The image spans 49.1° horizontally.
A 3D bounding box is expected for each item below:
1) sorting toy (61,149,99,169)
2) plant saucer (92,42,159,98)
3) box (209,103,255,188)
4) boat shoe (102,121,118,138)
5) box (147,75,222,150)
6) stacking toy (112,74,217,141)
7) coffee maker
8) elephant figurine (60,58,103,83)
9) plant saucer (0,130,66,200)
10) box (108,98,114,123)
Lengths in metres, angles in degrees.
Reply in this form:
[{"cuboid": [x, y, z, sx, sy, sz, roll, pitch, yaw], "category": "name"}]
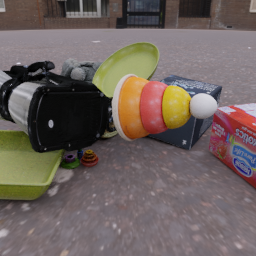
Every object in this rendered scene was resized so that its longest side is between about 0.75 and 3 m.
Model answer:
[{"cuboid": [-1.265, 0.741, 7.331, 0.980, 0.402, 0.589, -4, 25, -7], "category": "sorting toy"}, {"cuboid": [-0.035, -1.614, 8.079, 2.165, 0.336, 2.165, -20, 45, 21], "category": "plant saucer"}, {"cuboid": [3.374, 0.506, 6.660, 1.425, 1.365, 2.859, -8, 25, -18], "category": "box"}, {"cuboid": [-0.544, -0.498, 9.540, 0.977, 0.843, 2.678, 9, 26, 18], "category": "boat shoe"}, {"cuboid": [1.666, -0.642, 9.061, 1.896, 1.368, 2.555, 19, 31, 25], "category": "box"}, {"cuboid": [0.770, -0.382, 5.485, 1.901, 1.389, 1.389, 3, 23, 28], "category": "stacking toy"}, {"cuboid": [-1.874, -0.493, 6.900, 2.641, 1.779, 2.537, 23, -1, 42], "category": "coffee maker"}, {"cuboid": [-1.533, -2.233, 12.286, 2.211, 2.017, 2.850, 28, 41, 22], "category": "elephant figurine"}, {"cuboid": [-2.863, 0.836, 6.538, 2.741, 0.656, 2.737, 3, 20, -2], "category": "plant saucer"}, {"cuboid": [-1.499, -0.553, 8.937, 2.681, 0.584, 2.148, -19, 25, 4], "category": "box"}]
